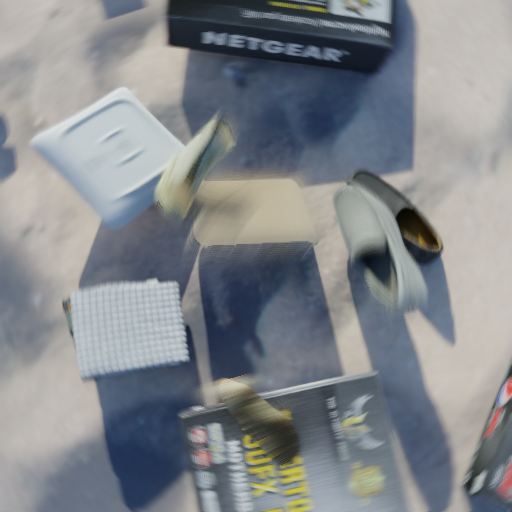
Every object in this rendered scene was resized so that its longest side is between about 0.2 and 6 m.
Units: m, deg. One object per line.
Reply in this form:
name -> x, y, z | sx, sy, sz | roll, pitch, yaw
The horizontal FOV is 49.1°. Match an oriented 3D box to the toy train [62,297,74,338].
toy train -> -3.020, 1.013, 9.518 | 0.448, 0.335, 0.786 | -17, 77, 5

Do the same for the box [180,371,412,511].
box -> 0.756, 4.056, 8.589 | 3.150, 0.961, 3.977 | -11, 80, -2

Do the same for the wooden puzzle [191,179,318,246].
wooden puzzle -> -0.088, -0.706, 9.213 | 1.954, 0.364, 1.807 | 2, 38, -10

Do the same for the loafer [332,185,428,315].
loafer -> 1.837, -0.194, 8.791 | 0.853, 0.851, 2.438 | -43, 57, 26

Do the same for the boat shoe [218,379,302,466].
boat shoe -> 0.071, 2.197, 7.507 | 0.558, 0.505, 1.565 | -42, 115, -14

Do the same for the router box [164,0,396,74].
router box -> 0.478, -5.120, 10.144 | 4.038, 1.031, 3.012 | 6, 79, -5

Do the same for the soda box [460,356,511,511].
soda box -> 4.223, 2.784, 8.932 | 0.877, 0.785, 2.477 | 26, 81, 5

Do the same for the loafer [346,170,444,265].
loafer -> 2.425, -0.764, 9.624 | 2.101, 0.759, 0.765 | 43, 83, 8

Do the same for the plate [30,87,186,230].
plate -> -2.279, -1.770, 9.409 | 2.099, 0.340, 2.104 | 46, 61, 4

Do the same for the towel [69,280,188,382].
towel -> -2.061, 1.197, 9.138 | 1.757, 0.752, 1.455 | -7, 70, -18

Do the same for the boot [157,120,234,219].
boot -> -0.902, -1.376, 8.638 | 1.223, 1.582, 0.570 | -37, 120, 25
